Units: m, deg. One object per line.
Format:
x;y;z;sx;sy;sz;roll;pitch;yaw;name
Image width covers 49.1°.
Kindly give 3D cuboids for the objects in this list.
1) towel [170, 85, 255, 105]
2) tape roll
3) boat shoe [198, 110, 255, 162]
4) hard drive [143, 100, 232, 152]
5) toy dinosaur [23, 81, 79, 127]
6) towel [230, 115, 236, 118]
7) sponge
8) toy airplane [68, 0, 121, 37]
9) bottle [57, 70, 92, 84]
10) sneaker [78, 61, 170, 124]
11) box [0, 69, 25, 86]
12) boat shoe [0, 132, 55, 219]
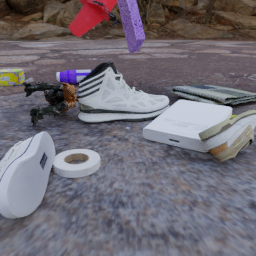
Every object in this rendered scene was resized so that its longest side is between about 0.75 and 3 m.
3.187;-1.193;10.189;2.336;0.419;2.426;-8;20;-35;towel
-1.007;0.678;5.528;0.940;0.172;0.940;-1;20;0;tape roll
2.311;0.152;6.117;2.141;0.732;0.800;-18;-11;-42;boat shoe
1.651;-0.166;7.350;1.614;0.322;2.448;12;27;27;hard drive
-1.979;-0.877;7.766;1.556;2.292;1.171;-11;64;-24;toy dinosaur
2.851;-0.237;8.059;1.222;0.110;0.526;-1;25;-3;towel
0.028;-3.381;8.257;0.307;2.056;1.147;-13;0;-10;sponge
-1.404;-4.235;9.347;2.749;0.506;2.749;6;60;-11;toy airplane
-2.280;-2.343;12.824;1.894;0.618;0.791;-3;14;-7;bottle
-0.042;-1.095;8.106;2.852;1.641;1.076;-7;22;-18;sneaker
-5.358;-2.325;12.785;1.017;0.620;0.979;-2;21;-5;box
-1.808;0.714;4.662;0.715;0.783;2.177;-16;27;5;boat shoe
